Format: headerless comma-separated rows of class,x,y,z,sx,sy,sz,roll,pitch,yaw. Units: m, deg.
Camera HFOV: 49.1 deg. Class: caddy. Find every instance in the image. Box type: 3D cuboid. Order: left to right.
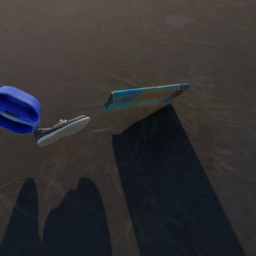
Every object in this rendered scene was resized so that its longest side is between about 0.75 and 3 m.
caddy,-3.187,-0.464,7.831,1.533,1.084,0.805,26,26,-19

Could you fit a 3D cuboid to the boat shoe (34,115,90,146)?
boat shoe,-1.887,-0.058,8.018,1.642,0.597,0.515,-27,69,-22

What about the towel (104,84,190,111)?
towel,0.510,-0.913,8.511,2.316,1.698,0.251,-7,83,-13
